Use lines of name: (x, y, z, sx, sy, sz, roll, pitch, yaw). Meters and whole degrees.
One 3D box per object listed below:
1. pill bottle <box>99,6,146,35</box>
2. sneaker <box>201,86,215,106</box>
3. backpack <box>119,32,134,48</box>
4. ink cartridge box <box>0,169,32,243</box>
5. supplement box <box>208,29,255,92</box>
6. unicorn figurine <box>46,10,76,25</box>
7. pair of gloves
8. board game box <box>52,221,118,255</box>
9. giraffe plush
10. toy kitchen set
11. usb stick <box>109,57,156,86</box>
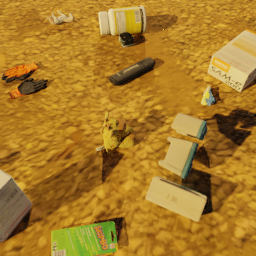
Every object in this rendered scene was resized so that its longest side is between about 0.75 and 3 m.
pill bottle: (-0.292, -5.484, 14.391, 2.316, 1.324, 1.324, -7, 53, -5)
sneaker: (3.449, -1.302, 11.864, 0.514, 0.370, 0.978, 26, 64, 4)
backpack: (-0.103, -4.459, 14.068, 0.669, 0.567, 0.753, -22, 61, -15)
ink cartridge box: (-3.804, 2.246, 8.123, 0.842, 1.966, 1.451, 25, 56, 18)
supplement box: (5.268, -3.132, 12.751, 2.875, 1.057, 1.812, -38, 61, -25)
unicorn figurine: (-3.634, -6.057, 15.370, 1.472, 0.544, 1.011, -38, 71, -8)
pair of gloves: (-4.664, -2.196, 12.572, 1.745, 0.242, 1.958, -26, 58, -19)
board game box: (-1.288, 3.385, 8.336, 1.913, 0.287, 0.914, -9, 54, -4)
giraffe plush: (-0.511, 0.094, 10.171, 1.592, 1.291, 1.374, -36, 61, -24)
toy kitchen set: (2.143, 1.222, 9.587, 1.747, 2.376, 2.966, 21, 92, 18)
usb stick: (0.225, -2.599, 12.779, 2.362, 0.385, 0.655, -31, 59, -21)
